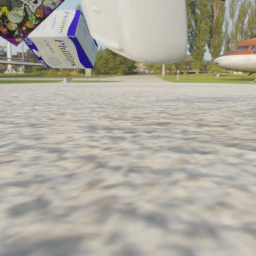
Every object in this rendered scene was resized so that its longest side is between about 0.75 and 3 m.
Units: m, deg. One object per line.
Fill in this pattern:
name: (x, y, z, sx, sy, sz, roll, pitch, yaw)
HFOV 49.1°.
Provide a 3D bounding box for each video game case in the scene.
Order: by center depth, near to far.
video game case: (-3.067, -3.315, 6.942, 2.021, 0.399, 2.230, -33, -34, 20)

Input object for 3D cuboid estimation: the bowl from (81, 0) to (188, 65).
bowl: (-0.194, -2.645, 5.207, 1.095, 2.931, 2.935, -21, 32, -13)

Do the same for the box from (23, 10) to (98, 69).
box: (-2.359, -3.072, 9.957, 2.060, 1.081, 1.894, 4, -20, 14)
